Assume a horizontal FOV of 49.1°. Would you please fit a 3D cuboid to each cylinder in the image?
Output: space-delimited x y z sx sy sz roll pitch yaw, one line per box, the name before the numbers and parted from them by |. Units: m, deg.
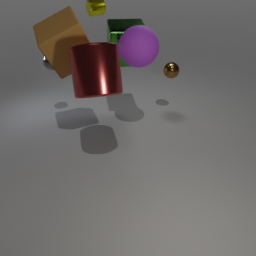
cylinder | -1.461 -5.462 12.691 0.700 0.700 0.700 -20 36 -21
cylinder | -0.901 -1.613 7.971 1.400 1.400 1.400 -6 9 1

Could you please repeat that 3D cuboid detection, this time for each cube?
cube | -2.009 -2.750 9.040 1.400 1.400 1.400 -28 49 2
cube | -0.066 -3.343 10.976 1.400 1.400 1.400 -4 41 -7

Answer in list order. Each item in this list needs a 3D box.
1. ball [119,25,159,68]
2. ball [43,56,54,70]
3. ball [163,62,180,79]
ball | 0.374 -2.794 9.648 1.400 1.400 1.400 0 31 0
ball | -3.075 -2.689 11.325 0.700 0.700 0.700 0 31 0
ball | 1.884 -2.499 12.147 0.700 0.700 0.700 0 31 0
